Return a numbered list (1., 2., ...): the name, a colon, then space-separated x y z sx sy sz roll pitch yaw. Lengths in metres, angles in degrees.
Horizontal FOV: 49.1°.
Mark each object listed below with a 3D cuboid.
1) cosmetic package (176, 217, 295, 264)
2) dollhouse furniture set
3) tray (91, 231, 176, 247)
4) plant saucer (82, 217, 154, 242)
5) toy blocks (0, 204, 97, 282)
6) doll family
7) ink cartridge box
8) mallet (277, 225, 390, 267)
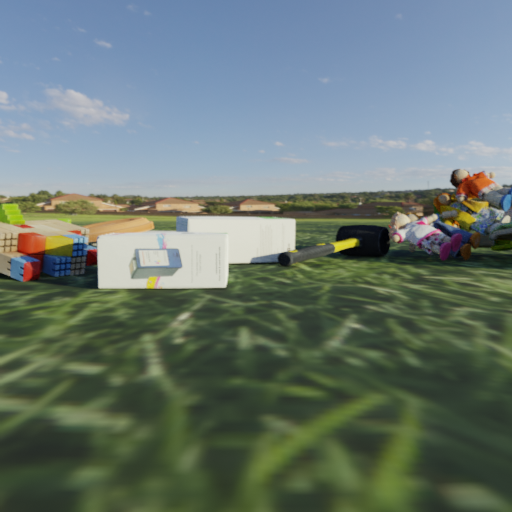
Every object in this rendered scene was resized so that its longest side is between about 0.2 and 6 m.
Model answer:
1. cosmetic package: -0.348 -0.255 8.973 1.743 0.739 0.938 0 6 -21
2. dollhouse furniture set: 4.385 -0.671 9.990 1.272 0.983 2.546 5 -8 -27
3. tray: -2.074 -0.383 13.051 3.251 0.360 1.745 2 6 29
4. plant saucer: -3.371 -0.624 13.006 1.942 0.313 1.942 -8 10 1
5. toy blocks: -2.772 -0.100 7.318 1.273 0.930 1.862 15 12 28
6. doll family: 3.386 -0.581 9.975 2.434 1.097 1.511 -34 40 -18
7. ink cartridge box: -1.002 0.026 6.295 1.371 0.600 0.996 1 4 -3
8. mallet: 1.178 -0.146 9.477 0.936 0.585 2.841 5 10 45
